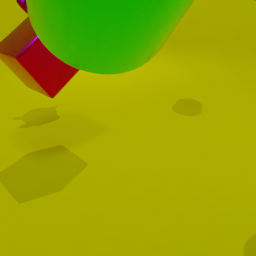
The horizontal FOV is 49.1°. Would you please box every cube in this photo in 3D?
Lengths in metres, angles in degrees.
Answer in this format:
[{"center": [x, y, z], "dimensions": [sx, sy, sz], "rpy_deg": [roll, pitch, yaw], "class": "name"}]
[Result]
[{"center": [-1.760, -1.460, 5.687], "dimensions": [1.105, 1.105, 1.105], "rpy_deg": [24, 68, 40], "class": "cube"}]

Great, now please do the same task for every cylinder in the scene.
[{"center": [-0.092, -1.211, 1.974], "dimensions": [1.274, 1.274, 1.274], "rpy_deg": [-9, -11, -17], "class": "cylinder"}]

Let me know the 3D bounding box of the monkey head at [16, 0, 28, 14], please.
[{"center": [-2.671, -3.647, 7.886], "dimensions": [1.054, 1.750, 1.259], "rpy_deg": [3, 51, 53], "class": "monkey head"}]
